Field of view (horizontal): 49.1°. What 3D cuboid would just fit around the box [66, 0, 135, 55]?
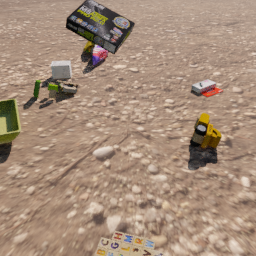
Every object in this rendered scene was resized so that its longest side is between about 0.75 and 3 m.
[{"bbox_3d":[-0.630,-2.400,6.544,1.303,0.288,1.044,29,55,1],"label":"box"}]

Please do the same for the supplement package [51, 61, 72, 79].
[{"bbox_3d":[-3.244,-2.853,13.683,0.884,0.671,0.666,-3,34,-5],"label":"supplement package"}]

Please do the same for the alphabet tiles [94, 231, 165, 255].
[{"bbox_3d":[-0.001,2.727,5.783,1.429,0.045,1.189,8,35,13],"label":"alphabet tiles"}]

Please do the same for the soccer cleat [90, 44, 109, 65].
[{"bbox_3d":[-1.556,-4.100,15.526,0.878,0.819,2.400,9,32,1],"label":"soccer cleat"}]

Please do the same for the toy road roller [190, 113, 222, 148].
[{"bbox_3d":[2.575,0.156,9.121,0.865,0.728,1.185,20,42,8],"label":"toy road roller"}]

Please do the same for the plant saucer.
[{"bbox_3d":[-4.927,-0.036,9.489,2.438,0.584,2.441,-13,35,-18],"label":"plant saucer"}]

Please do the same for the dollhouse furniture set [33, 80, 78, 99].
[{"bbox_3d":[-3.121,-1.588,12.145,1.776,0.686,0.888,5,21,-29],"label":"dollhouse furniture set"}]

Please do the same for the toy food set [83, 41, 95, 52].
[{"bbox_3d":[-2.040,-5.115,16.938,0.654,1.179,2.004,38,33,-23],"label":"toy food set"}]

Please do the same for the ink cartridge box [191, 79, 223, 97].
[{"bbox_3d":[3.548,-1.788,12.474,1.100,0.240,0.955,-21,38,-29],"label":"ink cartridge box"}]

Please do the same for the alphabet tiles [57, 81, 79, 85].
[{"bbox_3d":[-2.724,-2.056,12.740,0.945,0.036,0.790,9,9,-6],"label":"alphabet tiles"}]
